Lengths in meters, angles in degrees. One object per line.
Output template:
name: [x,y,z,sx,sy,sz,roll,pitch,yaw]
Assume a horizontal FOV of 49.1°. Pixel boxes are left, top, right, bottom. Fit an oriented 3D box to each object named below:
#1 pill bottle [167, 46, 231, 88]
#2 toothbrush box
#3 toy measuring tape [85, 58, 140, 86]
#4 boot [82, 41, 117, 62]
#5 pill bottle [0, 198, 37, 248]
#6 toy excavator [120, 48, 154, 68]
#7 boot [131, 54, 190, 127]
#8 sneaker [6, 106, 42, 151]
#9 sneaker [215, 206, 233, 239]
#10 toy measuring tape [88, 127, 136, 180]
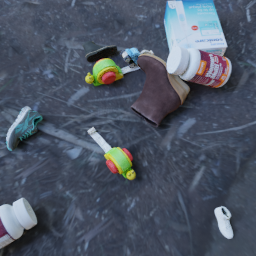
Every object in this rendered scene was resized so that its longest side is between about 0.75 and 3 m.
pill bottle: [2.649,-2.299,10.518,2.186,1.198,1.198,9,62,-21]
toothbrush box: [2.717,-3.985,11.742,1.999,1.164,2.730,-4,65,-2]
toy measuring tape: [-0.407,-2.436,11.107,2.764,1.017,1.017,-23,66,-11]
boot: [-1.230,-3.441,11.862,1.369,0.530,0.947,-18,61,-10]
pill bottle: [-3.869,2.997,8.358,2.021,1.107,1.107,-29,67,-13]
toy excavator: [0.414,-2.983,11.499,1.120,1.089,0.559,-36,52,11]
boot: [0.826,-1.520,10.648,2.615,0.946,2.175,41,69,14]
sneaker: [-3.698,0.051,10.071,0.807,0.686,1.768,18,67,5]
sneaker: [3.033,2.929,8.697,0.359,0.563,0.974,-17,67,-10]
toy measuring tape: [-0.589,0.767,9.592,0.915,0.915,2.488,-36,69,-16]
